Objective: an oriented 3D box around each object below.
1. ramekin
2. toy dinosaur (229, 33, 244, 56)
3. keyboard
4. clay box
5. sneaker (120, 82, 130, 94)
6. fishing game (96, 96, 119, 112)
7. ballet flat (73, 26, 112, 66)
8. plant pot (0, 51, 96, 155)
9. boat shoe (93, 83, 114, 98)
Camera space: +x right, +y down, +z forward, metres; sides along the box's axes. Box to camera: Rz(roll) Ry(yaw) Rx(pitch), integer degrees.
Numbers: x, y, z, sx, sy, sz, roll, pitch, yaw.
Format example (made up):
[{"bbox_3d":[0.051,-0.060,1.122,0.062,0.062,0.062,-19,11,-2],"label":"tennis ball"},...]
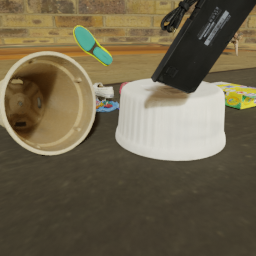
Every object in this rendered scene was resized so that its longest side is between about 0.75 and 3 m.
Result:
[{"bbox_3d":[1.146,-0.418,7.600,2.998,1.461,2.998,0,20,0],"label":"ramekin"},{"bbox_3d":[2.088,-2.038,6.052,1.048,0.450,0.710,45,16,-1],"label":"toy dinosaur"},{"bbox_3d":[1.232,-1.753,4.559,1.482,2.468,0.317,11,30,-39],"label":"keyboard"},{"bbox_3d":[4.228,-1.322,11.227,1.486,0.616,2.586,-12,23,-29],"label":"clay box"},{"bbox_3d":[0.512,-1.422,11.543,1.811,0.730,0.676,14,8,18],"label":"sneaker"},{"bbox_3d":[-1.145,-0.937,10.614,2.372,0.369,1.698,5,18,15],"label":"fishing game"},{"bbox_3d":[-1.013,-2.236,7.746,1.412,0.472,0.473,39,-3,-33],"label":"ballet flat"},{"bbox_3d":[-2.487,-0.632,7.419,2.441,2.441,2.234,-18,16,-40],"label":"plant pot"},{"bbox_3d":[-1.287,-1.749,12.463,1.611,0.562,0.571,17,27,39],"label":"boat shoe"}]
